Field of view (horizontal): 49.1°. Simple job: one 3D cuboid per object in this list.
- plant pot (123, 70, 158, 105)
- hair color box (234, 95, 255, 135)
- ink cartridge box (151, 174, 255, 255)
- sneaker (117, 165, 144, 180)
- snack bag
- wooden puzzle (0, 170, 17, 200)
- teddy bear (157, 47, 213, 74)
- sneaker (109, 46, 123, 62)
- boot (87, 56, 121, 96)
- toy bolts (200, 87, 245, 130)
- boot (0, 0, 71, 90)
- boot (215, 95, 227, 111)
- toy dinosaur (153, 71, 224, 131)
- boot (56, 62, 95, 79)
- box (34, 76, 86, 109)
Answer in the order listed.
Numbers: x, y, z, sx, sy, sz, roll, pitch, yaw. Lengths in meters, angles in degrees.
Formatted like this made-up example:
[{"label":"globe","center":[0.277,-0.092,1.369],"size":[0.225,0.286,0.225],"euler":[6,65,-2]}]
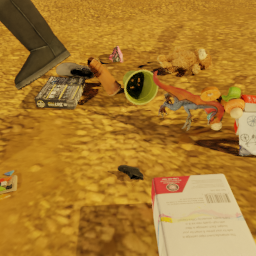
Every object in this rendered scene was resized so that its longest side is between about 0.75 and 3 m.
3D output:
[{"label":"plant pot","center":[0.365,-1.823,11.575],"size":[1.401,1.401,1.331],"euler":[-9,24,-13]},{"label":"hair color box","center":[4.861,-0.308,9.291],"size":[2.295,1.273,0.734],"euler":[6,32,9]},{"label":"ink cartridge box","center":[1.516,2.217,6.035],"size":[1.794,1.041,2.431],"euler":[-1,38,-2]},{"label":"sneaker","center":[0.069,1.288,8.007],"size":[0.791,0.237,0.412],"euler":[7,32,3]},{"label":"snack bag","center":[4.160,0.192,8.770],"size":[1.329,1.409,0.151],"euler":[0,-6,9]},{"label":"wooden puzzle","center":[-3.409,1.567,7.729],"size":[0.692,0.120,1.026],"euler":[-13,38,-18]},{"label":"teddy bear","center":[2.863,-3.405,13.918],"size":[2.808,0.938,2.036],"euler":[2,38,4]},{"label":"sneaker","center":[-0.714,-3.922,15.013],"size":[0.720,0.597,1.510],"euler":[-16,36,-3]},{"label":"boot","center":[-1.078,-2.182,11.712],"size":[0.700,1.470,1.900],"euler":[-41,34,2]},{"label":"toy bolts","center":[2.933,-0.582,9.152],"size":[1.341,1.404,0.974],"euler":[6,60,-12]},{"label":"boot","center":[-3.390,-2.811,8.726],"size":[2.168,2.630,0.863],"euler":[-44,19,-25]},{"label":"boot","center":[3.689,-1.000,11.067],"size":[0.949,0.334,0.680],"euler":[31,40,27]},{"label":"toy dinosaur","center":[2.078,-0.831,9.659],"size":[2.291,2.525,1.326],"euler":[-4,41,50]},{"label":"boot","center":[-2.431,-2.591,12.648],"size":[1.998,0.697,1.315],"euler":[1,15,4]},{"label":"box","center":[-2.757,-1.506,11.663],"size":[1.595,0.486,1.979],"euler":[2,36,5]}]
